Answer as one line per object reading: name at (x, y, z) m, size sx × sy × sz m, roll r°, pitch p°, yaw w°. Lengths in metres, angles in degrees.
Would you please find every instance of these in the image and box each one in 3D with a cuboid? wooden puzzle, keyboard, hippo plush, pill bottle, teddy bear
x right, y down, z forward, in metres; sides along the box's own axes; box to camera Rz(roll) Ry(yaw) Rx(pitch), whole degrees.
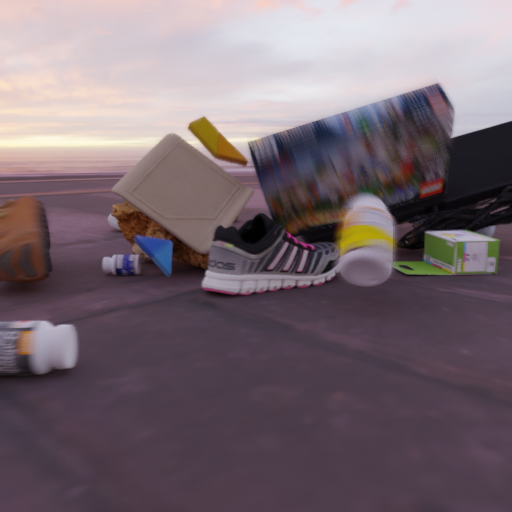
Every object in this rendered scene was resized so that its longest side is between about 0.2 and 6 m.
wooden puzzle at (-1.118, -1.028, 9.006) m, size 1.952 × 0.338 × 2.893 m, roll 39°, pitch 52°, yaw 4°
keyboard at (3.347, -1.047, 11.106) m, size 5.233 × 1.037 × 2.724 m, roll -16°, pitch 41°, yaw 8°
hippo plush at (4.176, -0.808, 11.857) m, size 1.464 × 1.450 × 1.821 m, roll 26°, pitch 26°, yaw -42°
pill bottle at (-2.069, 0.818, 4.974) m, size 0.825 × 0.480 × 0.480 m, roll -1°, pitch 11°, yaw -3°
pill bottle at (-2.126, 0.145, 8.856) m, size 0.549 × 0.328 × 0.328 m, roll 0°, pitch 11°, yaw -2°
teddy bear at (-1.036, -0.194, 9.542) m, size 2.991 × 0.999 × 2.169 m, roll 8°, pitch 17°, yaw 2°
pill bottle at (1.419, -0.220, 7.189) m, size 0.638 × 0.638 × 1.167 m, roll 2°, pitch 46°, yaw 12°

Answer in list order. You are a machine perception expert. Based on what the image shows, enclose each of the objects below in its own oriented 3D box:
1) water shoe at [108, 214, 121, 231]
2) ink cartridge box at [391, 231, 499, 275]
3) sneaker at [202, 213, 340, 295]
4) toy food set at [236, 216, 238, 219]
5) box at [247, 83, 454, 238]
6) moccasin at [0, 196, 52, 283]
water shoe at (-2.210, -1.124, 13.379) m, size 2.803 × 1.106 × 1.002 m, roll 3°, pitch 11°, yaw 15°
ink cartridge box at (3.022, -0.062, 9.280) m, size 1.517 × 0.575 × 1.121 m, roll -1°, pitch 11°, yaw -8°
sneaker at (0.321, -0.105, 8.188) m, size 2.432 × 1.064 × 0.897 m, roll -7°, pitch 13°, yaw -33°
toy food set at (-1.633, -1.286, 15.123) m, size 2.354 × 0.769 × 1.385 m, roll -5°, pitch 12°, yaw -25°
box at (1.692, -1.514, 9.799) m, size 3.259 × 0.614 × 2.226 m, roll -16°, pitch -35°, yaw 5°
moccasin at (-3.833, -0.232, 8.716) m, size 1.160 × 1.099 × 3.006 m, roll -8°, pitch 24°, yaw -18°
